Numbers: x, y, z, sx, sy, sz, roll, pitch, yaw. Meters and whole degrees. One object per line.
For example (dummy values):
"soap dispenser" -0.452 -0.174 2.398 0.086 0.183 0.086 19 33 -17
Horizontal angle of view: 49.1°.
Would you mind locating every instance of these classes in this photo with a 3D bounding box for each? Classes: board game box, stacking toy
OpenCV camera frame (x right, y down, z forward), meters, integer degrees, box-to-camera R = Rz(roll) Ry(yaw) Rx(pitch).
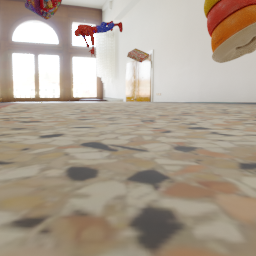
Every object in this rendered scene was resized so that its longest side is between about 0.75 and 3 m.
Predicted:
"board game box" 0.449 -3.145 12.144 0.707 0.216 0.933 26 33 9
"stacking toy" 1.879 -2.265 5.272 1.303 1.783 1.303 -23 -8 -4
"board game box" -2.178 -3.584 7.706 0.275 1.117 1.414 35 11 15

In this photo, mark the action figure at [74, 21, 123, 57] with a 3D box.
"action figure" -1.173 -3.463 10.794 0.793 1.203 2.431 18 28 31
